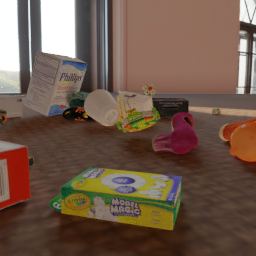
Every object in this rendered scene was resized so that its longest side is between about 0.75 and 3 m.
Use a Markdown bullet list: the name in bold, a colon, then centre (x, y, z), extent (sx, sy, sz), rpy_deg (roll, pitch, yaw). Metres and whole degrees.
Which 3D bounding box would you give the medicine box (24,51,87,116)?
- **medicine box**: centre (-3.795, -2.386, 15.016), extent (1.524, 2.960, 2.696), rpy_deg (25, 16, 14)

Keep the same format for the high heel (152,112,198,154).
- **high heel**: centre (1.644, 0.039, 7.483), extent (1.161, 0.815, 2.421), rpy_deg (-6, 9, 33)

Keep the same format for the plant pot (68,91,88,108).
- **plant pot**: centre (-2.564, -1.486, 15.352), extent (1.223, 1.223, 0.819), rpy_deg (1, 52, 8)

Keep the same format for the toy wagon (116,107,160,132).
- **toy wagon**: centre (0.288, -0.238, 8.343), extent (1.239, 0.316, 1.596), rpy_deg (-21, -14, 11)

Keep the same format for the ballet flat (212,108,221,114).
- **ballet flat**: centre (4.976, -0.982, 15.684), extent (0.373, 0.345, 1.106), rpy_deg (5, 10, 29)

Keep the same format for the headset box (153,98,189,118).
- **headset box**: centre (2.119, -1.039, 14.296), extent (1.752, 0.884, 2.358), rpy_deg (1, 9, 6)

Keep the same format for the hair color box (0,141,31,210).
- **hair color box**: centre (-2.915, 0.604, 4.220), extent (2.767, 0.847, 1.404), rpy_deg (7, 12, 35)

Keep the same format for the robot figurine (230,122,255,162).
- **robot figurine**: centre (2.905, 0.270, 6.266), extent (1.494, 0.871, 1.075), rpy_deg (-7, 14, -38)

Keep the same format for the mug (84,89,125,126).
- **mug**: centre (-0.788, -0.750, 11.331), extent (1.599, 1.281, 1.313), rpy_deg (-9, 32, -29)

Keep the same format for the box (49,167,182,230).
- **box**: centre (-0.148, 0.895, 3.882), extent (1.685, 0.408, 0.989), rpy_deg (1, 9, 16)

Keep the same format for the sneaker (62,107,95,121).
- **sneaker**: centre (-2.068, -0.626, 12.600), extent (1.756, 0.614, 0.790), rpy_deg (1, 6, -9)

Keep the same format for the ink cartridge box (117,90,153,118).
- **ink cartridge box**: centre (0.161, -0.922, 11.952), extent (1.806, 1.058, 0.608), rpy_deg (17, 41, 35)

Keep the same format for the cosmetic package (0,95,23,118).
- **cosmetic package**: centre (-6.532, -1.167, 14.648), extent (1.335, 1.127, 2.499), rpy_deg (-7, 15, -35)

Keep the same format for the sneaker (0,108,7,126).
- **sneaker**: centre (-5.319, -0.476, 11.001), extent (1.104, 1.029, 2.785), rpy_deg (7, 13, -20)

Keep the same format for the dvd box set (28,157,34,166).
- **dvd box set**: centre (-2.685, 0.717, 5.642), extent (1.232, 0.181, 0.902), rpy_deg (3, 10, 20)

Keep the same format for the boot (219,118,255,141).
- **boot**: centre (3.548, 0.028, 8.356), extent (2.003, 0.752, 1.074), rpy_deg (-10, 8, -43)

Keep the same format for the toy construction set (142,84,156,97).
- **toy construction set**: centre (0.717, -1.177, 13.245), extent (1.318, 0.926, 2.010), rpy_deg (-31, -17, -25)
